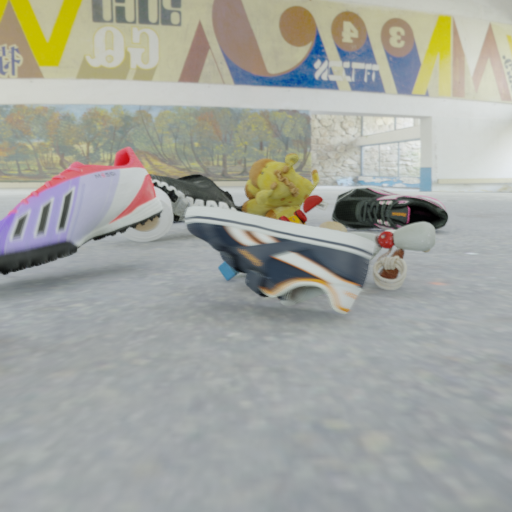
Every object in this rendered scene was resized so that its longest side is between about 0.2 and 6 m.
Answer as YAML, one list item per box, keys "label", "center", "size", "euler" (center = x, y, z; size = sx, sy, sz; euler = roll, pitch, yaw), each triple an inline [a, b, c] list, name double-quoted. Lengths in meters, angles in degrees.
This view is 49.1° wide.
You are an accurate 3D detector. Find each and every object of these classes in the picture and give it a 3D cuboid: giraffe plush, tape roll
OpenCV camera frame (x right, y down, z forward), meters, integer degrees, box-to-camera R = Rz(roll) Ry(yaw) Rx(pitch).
- label: "giraffe plush"
  center: [0.511, -1.746, 14.177]
  size: [2.280, 1.967, 1.849]
  euler: [6, -11, 23]
- label: "tape roll"
  center: [-2.479, -0.921, 12.362]
  size: [1.290, 1.290, 0.451]
  euler: [-2, 41, -15]

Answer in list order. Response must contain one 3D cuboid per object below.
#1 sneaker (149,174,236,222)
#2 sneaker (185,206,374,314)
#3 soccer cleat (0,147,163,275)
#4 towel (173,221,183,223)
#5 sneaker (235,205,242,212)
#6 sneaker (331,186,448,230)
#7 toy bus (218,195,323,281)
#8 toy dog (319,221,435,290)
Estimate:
- label: "sneaker"
  center: [-1.763, -1.483, 13.711]
  size: [2.975, 0.989, 1.346]
  euler: [17, 40, -22]
- label: "sneaker"
  center: [0.104, 0.027, 6.239]
  size: [2.267, 0.900, 0.889]
  euler: [13, -2, 27]
- label: "soccer cleat"
  center: [-2.792, -0.663, 8.075]
  size: [1.171, 1.257, 3.434]
  euler: [-11, 13, 37]
- label: "towel"
  center: [-3.134, -1.448, 17.724]
  size: [1.782, 0.775, 3.192]
  euler: [6, 10, 31]
- label: "sneaker"
  center: [0.058, -1.423, 16.359]
  size: [2.701, 1.119, 0.957]
  euler: [-4, 8, -27]
- label: "sneaker"
  center: [3.533, -1.198, 14.623]
  size: [3.076, 1.236, 1.328]
  euler: [-1, 10, 4]
- label: "toy bus"
  center: [0.444, -0.054, 7.933]
  size: [1.656, 0.856, 1.563]
  euler: [-34, -3, -23]
- label: "toy dog"
  center: [1.622, 0.012, 7.819]
  size: [1.762, 1.162, 0.848]
  euler: [14, -23, 42]
